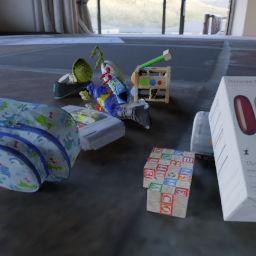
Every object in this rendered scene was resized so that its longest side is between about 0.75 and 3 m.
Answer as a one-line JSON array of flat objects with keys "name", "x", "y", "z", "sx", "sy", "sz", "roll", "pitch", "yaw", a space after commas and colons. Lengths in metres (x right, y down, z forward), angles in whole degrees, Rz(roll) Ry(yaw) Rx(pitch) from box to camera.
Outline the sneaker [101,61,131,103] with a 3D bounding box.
[{"name": "sneaker", "x": -0.386, "y": -1.820, "z": 11.338, "sx": 0.791, "sy": 2.089, "sz": 1.097, "roll": -30, "pitch": 8, "yaw": -7}]

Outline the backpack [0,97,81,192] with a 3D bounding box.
[{"name": "backpack", "x": -2.330, "y": 0.480, "z": 6.507, "sx": 2.228, "sy": 2.039, "sz": 1.637, "roll": 5, "pitch": 46, "yaw": 9}]

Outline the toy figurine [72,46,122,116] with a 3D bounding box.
[{"name": "toy figurine", "x": -0.644, "y": -1.155, "z": 8.923, "sx": 1.299, "sy": 2.463, "sz": 1.475, "roll": -41, "pitch": 60, "yaw": -15}]

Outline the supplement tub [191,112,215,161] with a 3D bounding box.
[{"name": "supplement tub", "x": 2.897, "y": 0.314, "z": 7.592, "sx": 2.191, "sy": 1.342, "sz": 1.342, "roll": 7, "pitch": 24, "yaw": 19}]

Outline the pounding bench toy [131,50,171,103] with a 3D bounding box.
[{"name": "pounding bench toy", "x": 1.051, "y": -2.430, "z": 12.799, "sx": 1.755, "sy": 2.249, "sz": 1.397, "roll": 4, "pitch": 24, "yaw": 7}]

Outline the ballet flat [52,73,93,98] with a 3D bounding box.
[{"name": "ballet flat", "x": -2.711, "y": -2.290, "z": 14.065, "sx": 1.041, "sy": 1.041, "sz": 2.850, "roll": 13, "pitch": 26, "yaw": 27}]

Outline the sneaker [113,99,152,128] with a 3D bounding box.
[{"name": "sneaker", "x": 0.075, "y": -0.472, "z": 10.168, "sx": 1.388, "sy": 0.902, "sz": 2.404, "roll": -6, "pitch": 12, "yaw": -1}]

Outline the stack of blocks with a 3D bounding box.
[{"name": "stack of blocks", "x": 0.924, "y": 1.177, "z": 6.568, "sx": 1.086, "sy": 0.552, "sz": 1.886, "roll": 7, "pitch": 25, "yaw": 15}]

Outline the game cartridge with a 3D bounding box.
[{"name": "game cartridge", "x": -1.668, "y": -0.121, "z": 9.623, "sx": 2.963, "sy": 0.606, "sz": 1.972, "roll": 17, "pitch": 24, "yaw": 34}]

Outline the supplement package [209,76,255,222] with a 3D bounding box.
[{"name": "supplement package", "x": 2.674, "y": 0.391, "z": 5.749, "sx": 1.518, "sy": 1.461, "sz": 2.668, "roll": 0, "pitch": 56, "yaw": 2}]
